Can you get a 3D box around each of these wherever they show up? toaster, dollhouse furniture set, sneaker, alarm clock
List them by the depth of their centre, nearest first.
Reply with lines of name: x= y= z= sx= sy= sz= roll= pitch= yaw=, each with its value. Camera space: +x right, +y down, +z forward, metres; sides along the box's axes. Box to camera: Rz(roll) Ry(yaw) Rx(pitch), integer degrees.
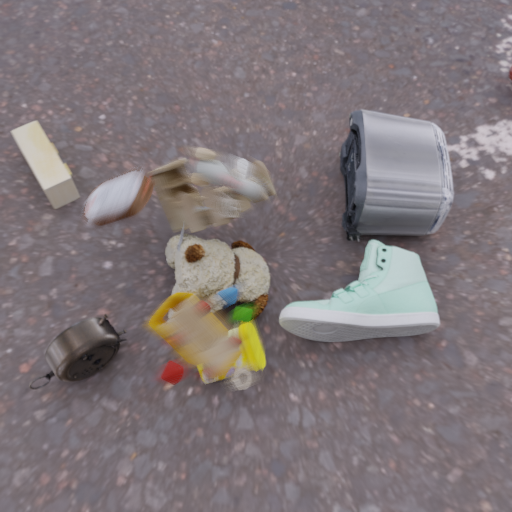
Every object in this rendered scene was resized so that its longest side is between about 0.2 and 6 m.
alarm clock: x=-3.138 y=1.785 z=9.776 sx=1.826 sy=1.232 sz=0.608 roll=-35 pitch=67 yaw=-7
sneaker: x=1.810 y=0.614 z=10.483 sx=2.983 sy=1.098 sz=1.759 roll=0 pitch=65 yaw=-11
dollhouse furniture set: x=-0.925 y=-1.307 z=10.503 sx=1.891 sy=1.256 sz=1.658 roll=-11 pitch=16 yaw=38
toaster: x=2.788 y=-1.569 z=11.427 sx=1.936 sy=1.703 sz=2.997 roll=4 pitch=56 yaw=0

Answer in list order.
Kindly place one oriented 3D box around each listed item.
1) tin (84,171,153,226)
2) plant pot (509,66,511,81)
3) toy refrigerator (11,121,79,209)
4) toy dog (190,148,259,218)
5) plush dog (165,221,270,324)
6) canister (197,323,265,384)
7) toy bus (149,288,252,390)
tin: x=-2.495 y=-1.042 z=10.071 sx=1.488 sy=0.312 sz=0.833 roll=-14 pitch=51 yaw=30
plant pot: x=6.781 y=-4.275 z=13.415 sx=1.171 sy=1.171 sz=1.139 roll=-21 pitch=54 yaw=-12
toy refrigerator: x=-4.583 y=-2.015 z=12.250 sx=0.675 sy=0.732 sz=1.929 roll=-29 pitch=63 yaw=-16
toy dog: x=-0.505 y=-1.329 z=9.471 sx=1.291 sy=0.851 sz=0.622 roll=46 pitch=29 yaw=7
plush dog: x=-0.603 y=0.310 z=10.563 sx=1.853 sy=1.731 sz=2.157 roll=7 pitch=57 yaw=-25
canister: x=-0.498 y=1.721 z=9.842 sx=1.108 sy=0.479 sz=0.823 roll=-20 pitch=88 yaw=15
toy bus: x=-0.928 y=1.331 z=8.984 sx=1.546 sy=0.846 sz=1.638 roll=1 pitch=90 yaw=-34
